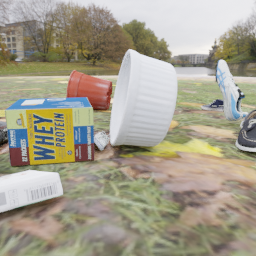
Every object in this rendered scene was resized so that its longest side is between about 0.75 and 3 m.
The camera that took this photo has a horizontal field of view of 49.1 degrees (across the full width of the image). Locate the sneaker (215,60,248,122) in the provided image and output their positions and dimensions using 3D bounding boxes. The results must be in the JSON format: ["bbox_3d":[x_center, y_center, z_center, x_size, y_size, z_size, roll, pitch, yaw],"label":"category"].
[{"bbox_3d":[3.876,-1.441,10.518,0.866,2.389,0.858,-16,-5,34],"label":"sneaker"}]

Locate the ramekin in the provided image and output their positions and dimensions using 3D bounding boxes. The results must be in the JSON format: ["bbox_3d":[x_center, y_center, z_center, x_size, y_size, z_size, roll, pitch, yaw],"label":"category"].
[{"bbox_3d":[0.363,-0.716,7.750,1.281,2.627,2.627,10,12,-10],"label":"ramekin"}]

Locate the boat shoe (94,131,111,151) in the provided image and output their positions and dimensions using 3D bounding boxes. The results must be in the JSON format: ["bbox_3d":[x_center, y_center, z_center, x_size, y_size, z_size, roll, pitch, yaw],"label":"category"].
[{"bbox_3d":[-0.702,0.308,7.805,0.465,0.403,1.091,-36,11,-2],"label":"boat shoe"}]

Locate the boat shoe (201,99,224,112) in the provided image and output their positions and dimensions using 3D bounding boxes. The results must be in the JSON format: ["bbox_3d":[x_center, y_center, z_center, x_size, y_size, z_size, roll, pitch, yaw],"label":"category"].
[{"bbox_3d":[4.243,-1.164,13.855,1.237,0.574,0.462,9,16,33],"label":"boat shoe"}]

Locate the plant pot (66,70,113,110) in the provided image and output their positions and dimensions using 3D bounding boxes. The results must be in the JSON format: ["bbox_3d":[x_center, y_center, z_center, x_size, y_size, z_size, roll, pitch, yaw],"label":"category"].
[{"bbox_3d":[-1.827,-1.748,13.883,1.915,1.969,1.969,9,14,4],"label":"plant pot"}]

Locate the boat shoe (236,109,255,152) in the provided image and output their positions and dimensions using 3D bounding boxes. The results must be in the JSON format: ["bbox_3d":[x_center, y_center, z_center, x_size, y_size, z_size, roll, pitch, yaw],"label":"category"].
[{"bbox_3d":[3.832,0.023,8.212,1.057,0.863,2.862,7,15,28],"label":"boat shoe"}]

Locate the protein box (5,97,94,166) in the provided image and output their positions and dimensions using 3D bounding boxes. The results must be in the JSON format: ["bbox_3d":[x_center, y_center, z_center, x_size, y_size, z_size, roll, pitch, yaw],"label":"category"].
[{"bbox_3d":[-1.958,-0.024,7.367,1.968,1.338,1.983,-3,14,-12],"label":"protein box"}]

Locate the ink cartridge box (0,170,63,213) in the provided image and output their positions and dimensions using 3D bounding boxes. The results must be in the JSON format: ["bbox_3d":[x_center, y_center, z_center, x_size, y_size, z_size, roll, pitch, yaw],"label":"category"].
[{"bbox_3d":[-2.185,1.116,4.993,1.456,0.453,1.810,-10,-2,-35],"label":"ink cartridge box"}]

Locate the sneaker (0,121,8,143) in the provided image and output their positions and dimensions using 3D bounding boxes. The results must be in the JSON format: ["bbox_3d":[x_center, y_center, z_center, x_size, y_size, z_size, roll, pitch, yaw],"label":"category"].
[{"bbox_3d":[-3.734,0.096,8.372,0.766,0.721,1.870,2,13,-17],"label":"sneaker"}]
